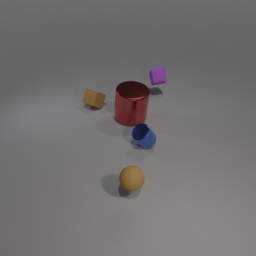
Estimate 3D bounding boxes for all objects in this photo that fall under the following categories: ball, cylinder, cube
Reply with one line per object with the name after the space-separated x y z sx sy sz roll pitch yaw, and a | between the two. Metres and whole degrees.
0.108 1.374 7.669 0.700 0.700 0.700 0 30 0 | ball
0.151 -1.039 11.799 1.400 1.400 1.400 3 40 -3 | cylinder
-1.577 -1.378 13.055 0.700 0.700 0.700 22 5 33 | cube
1.509 -2.597 14.107 0.700 0.700 0.700 -10 -3 -4 | cube
0.582 0.292 10.133 0.700 0.700 0.700 -16 54 23 | cylinder
